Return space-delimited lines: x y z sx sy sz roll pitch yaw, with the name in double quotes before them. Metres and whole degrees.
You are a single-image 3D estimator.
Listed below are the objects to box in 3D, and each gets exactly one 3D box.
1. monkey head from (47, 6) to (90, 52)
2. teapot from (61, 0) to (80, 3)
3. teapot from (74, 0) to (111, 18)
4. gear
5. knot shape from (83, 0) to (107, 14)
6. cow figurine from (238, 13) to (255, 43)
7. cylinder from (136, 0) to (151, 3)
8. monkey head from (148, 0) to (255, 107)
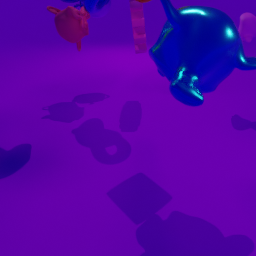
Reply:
"monkey head" -1.527 -2.932 7.828 0.872 1.448 1.041 -19 34 30
"teapot" -1.632 -4.013 7.994 1.359 0.665 0.845 11 47 4
"teapot" -1.020 -3.954 8.644 1.621 1.008 0.794 -34 6 -17
"gear" 0.258 -2.946 7.706 0.316 1.707 1.707 -7 29 3
"knot shape" -0.507 -3.603 6.662 0.937 1.898 2.028 5 44 -38
"cow figurine" 3.638 -2.648 7.147 1.479 1.455 0.812 24 36 -7
"cylinder" 0.468 -2.732 4.822 0.862 0.862 0.862 -26 17 -38
"monkey head" 0.979 -0.998 3.827 1.937 1.167 1.394 29 31 -11
